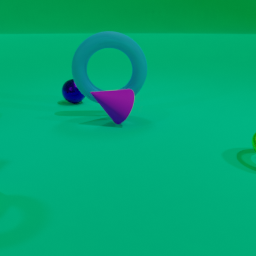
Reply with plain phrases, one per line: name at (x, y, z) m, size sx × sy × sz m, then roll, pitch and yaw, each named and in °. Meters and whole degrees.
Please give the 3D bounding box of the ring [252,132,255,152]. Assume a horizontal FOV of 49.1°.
ring at (2.865, 0.411, 5.123) m, size 1.187 × 0.237 × 1.187 m, roll 8°, pitch 36°, yaw -6°

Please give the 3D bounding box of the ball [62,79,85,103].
ball at (-1.754, -1.198, 9.112) m, size 0.792 × 0.792 × 0.792 m, roll 0°, pitch 20°, yaw 0°

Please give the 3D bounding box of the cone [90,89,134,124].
cone at (-0.515, -0.705, 7.008) m, size 0.979 × 0.975 × 0.975 m, roll 21°, pitch 9°, yaw -29°

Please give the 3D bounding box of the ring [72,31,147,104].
ring at (-0.485, -1.527, 7.433) m, size 2.002 × 2.002 × 0.400 m, roll -1°, pitch 31°, yaw -3°
